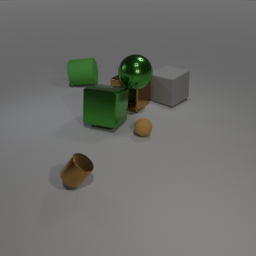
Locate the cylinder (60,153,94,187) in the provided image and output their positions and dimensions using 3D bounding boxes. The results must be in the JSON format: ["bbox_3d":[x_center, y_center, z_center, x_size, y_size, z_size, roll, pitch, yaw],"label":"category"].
[{"bbox_3d":[-1.438,1.184,7.884,0.700,0.700,0.700,33,24,-17],"label":"cylinder"}]

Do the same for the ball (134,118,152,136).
[{"bbox_3d":[0.579,-0.031,10.675,0.700,0.700,0.700,0,28,0],"label":"ball"}]

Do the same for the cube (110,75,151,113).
[{"bbox_3d":[0.141,-1.726,13.060,1.400,1.400,1.400,15,32,26],"label":"cube"}]

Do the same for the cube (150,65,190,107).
[{"bbox_3d":[1.982,-2.048,13.482,1.400,1.400,1.400,23,41,38],"label":"cube"}]

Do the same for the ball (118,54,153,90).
[{"bbox_3d":[0.300,-2.255,11.284,1.400,1.400,1.400,0,28,0],"label":"ball"}]

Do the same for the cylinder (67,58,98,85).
[{"bbox_3d":[-2.484,-3.116,15.513,1.400,1.400,1.400,-4,28,7],"label":"cylinder"}]

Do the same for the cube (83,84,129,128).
[{"bbox_3d":[-0.882,-0.928,11.334,1.400,1.400,1.400,10,19,18],"label":"cube"}]
